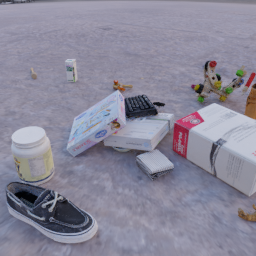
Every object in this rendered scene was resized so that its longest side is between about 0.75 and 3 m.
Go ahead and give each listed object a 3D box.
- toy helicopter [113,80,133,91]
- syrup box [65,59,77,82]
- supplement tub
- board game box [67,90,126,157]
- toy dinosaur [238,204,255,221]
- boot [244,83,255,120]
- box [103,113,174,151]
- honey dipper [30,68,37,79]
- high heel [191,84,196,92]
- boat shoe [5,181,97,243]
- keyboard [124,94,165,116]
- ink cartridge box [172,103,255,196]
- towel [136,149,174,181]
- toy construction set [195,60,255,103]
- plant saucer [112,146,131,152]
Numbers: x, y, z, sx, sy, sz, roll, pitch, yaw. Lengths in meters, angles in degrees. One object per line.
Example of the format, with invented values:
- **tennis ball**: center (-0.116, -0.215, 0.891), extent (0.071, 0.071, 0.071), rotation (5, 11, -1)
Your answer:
- **toy helicopter**: center (-0.252, -2.049, 13.821), extent (1.008, 0.398, 0.667), rotation (0, 31, -8)
- **syrup box**: center (-2.965, -3.008, 14.683), extent (0.439, 1.116, 0.454), rotation (5, 31, 8)
- **supplement tub**: center (-2.713, 0.792, 8.007), extent (1.047, 1.444, 1.047), rotation (0, 31, 0)
- **board game box**: center (-1.057, -0.218, 9.655), extent (2.085, 0.429, 2.080), rotation (-30, 28, 15)
- **toy dinosaur**: center (3.533, 2.196, 6.768), extent (1.626, 0.491, 0.864), rotation (9, 52, 29)
- **boot**: center (4.825, -0.829, 10.756), extent (0.670, 1.406, 1.817), rotation (7, 32, 12)
- **box**: center (0.455, 0.033, 9.823), extent (1.756, 0.464, 2.253), rotation (5, 24, 27)
- **honey dipper**: center (-5.329, -3.134, 15.729), extent (0.297, 0.297, 1.562), rotation (-11, 31, -18)
- **high heel**: center (3.335, -2.106, 13.889), extent (0.271, 0.386, 0.804), rotation (-4, 31, -7)
- **boat shoe**: center (-1.902, 1.895, 6.724), extent (2.538, 0.860, 0.910), rotation (16, 35, 24)
- **keyboard**: center (0.629, -0.987, 11.426), extent (1.665, 0.356, 2.773), rotation (-4, 18, -3)
- **ink cartridge box**: center (3.173, 0.507, 8.692), extent (2.125, 1.220, 2.926), rotation (-22, 37, -32)
- **towel**: center (0.810, 1.114, 8.495), extent (0.828, 0.428, 1.000), rotation (-14, 32, -25)
- **toy construction set**: center (4.118, -1.751, 12.358), extent (2.004, 1.846, 2.403), rotation (34, -8, -32)
- **plant saucer**: center (-0.125, 0.615, 9.451), extent (0.834, 0.209, 0.834), rotation (-6, 22, 2)
